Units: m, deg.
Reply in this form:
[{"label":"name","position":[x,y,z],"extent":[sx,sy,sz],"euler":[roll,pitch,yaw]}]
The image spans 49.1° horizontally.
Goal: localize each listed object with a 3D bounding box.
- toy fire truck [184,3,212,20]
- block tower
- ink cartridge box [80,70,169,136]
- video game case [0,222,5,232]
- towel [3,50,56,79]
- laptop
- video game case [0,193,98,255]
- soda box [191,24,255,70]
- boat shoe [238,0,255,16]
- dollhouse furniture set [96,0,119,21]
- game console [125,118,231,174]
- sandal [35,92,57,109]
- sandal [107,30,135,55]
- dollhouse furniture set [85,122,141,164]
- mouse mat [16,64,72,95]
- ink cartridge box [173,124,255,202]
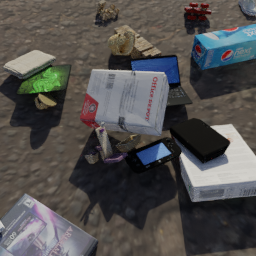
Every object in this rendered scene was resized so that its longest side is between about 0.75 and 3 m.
[{"label":"toy fire truck","position":[3.071,-5.171,12.323],"extent":[1.129,0.633,0.948],"euler":[6,32,3]},{"label":"block tower","position":[0.279,-3.058,10.475],"extent":[0.621,0.664,2.299],"euler":[-28,54,-22]},{"label":"ink cartridge box","position":[-0.048,-0.699,7.692],"extent":[2.125,0.881,1.559],"euler":[7,75,19]},{"label":"video game case","position":[-3.365,2.279,6.175],"extent":[1.019,0.119,0.926],"euler":[-39,47,-24]},{"label":"towel","position":[-3.464,-2.265,9.924],"extent":[1.080,0.281,1.630],"euler":[26,47,25]},{"label":"laptop","position":[1.013,-1.501,8.918],"extent":[1.652,0.963,1.864],"euler":[-7,34,-5]},{"label":"video game case","position":[-1.971,2.557,6.059],"extent":[2.178,0.207,1.556],"euler":[24,54,20]},{"label":"soda box","position":[3.823,-3.012,10.263],"extent":[2.813,0.903,0.954],"euler":[-13,51,-12]},{"label":"boat shoe","position":[5.495,-5.720,12.697],"extent":[0.561,0.647,1.518],"euler":[-2,50,-1]},{"label":"dollhouse furniture set","position":[-0.960,-5.174,12.464],"extent":[0.833,0.542,0.765],"euler":[45,62,7]},{"label":"game console","position":[1.208,0.543,7.270],"extent":[2.571,0.310,1.516],"euler":[-22,36,-16]},{"label":"sandal","position":[-2.658,-0.838,8.789],"extent":[0.569,0.510,1.551],"euler":[19,21,-34]},{"label":"sandal","position":[-0.416,-2.833,9.632],"extent":[0.671,0.748,2.041],"euler":[-9,9,-19]},{"label":"dollhouse furniture set","position":[-0.423,0.210,7.506],"extent":[1.104,0.989,1.393],"euler":[-10,13,39]},{"label":"mouse mat","position":[-2.730,-1.658,9.334],"extent":[1.583,0.074,1.967],"euler":[-6,37,-1]},{"label":"ink cartridge box","position":[2.298,0.823,7.436],"extent":[1.924,0.599,2.391],"euler":[-5,32,-4]}]
